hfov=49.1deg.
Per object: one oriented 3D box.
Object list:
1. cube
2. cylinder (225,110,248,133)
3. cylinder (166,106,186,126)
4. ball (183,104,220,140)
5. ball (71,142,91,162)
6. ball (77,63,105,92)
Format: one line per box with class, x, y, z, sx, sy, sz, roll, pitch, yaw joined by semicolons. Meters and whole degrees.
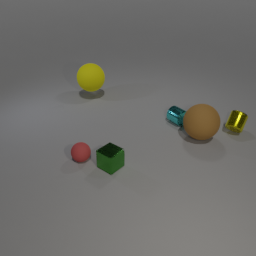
cube;-0.594;1.027;9.548;0.700;0.700;0.700;23;37;33
cylinder;4.433;-0.262;11.434;0.700;0.700;0.700;21;79;31
cylinder;2.156;-0.531;12.164;0.700;0.700;0.700;-20;36;-30
ball;2.843;-0.237;10.836;1.400;1.400;1.400;0;31;0
ball;-1.662;0.848;9.868;0.700;0.700;0.700;0;31;0
ball;-1.863;-2.530;14.056;1.400;1.400;1.400;0;31;0
